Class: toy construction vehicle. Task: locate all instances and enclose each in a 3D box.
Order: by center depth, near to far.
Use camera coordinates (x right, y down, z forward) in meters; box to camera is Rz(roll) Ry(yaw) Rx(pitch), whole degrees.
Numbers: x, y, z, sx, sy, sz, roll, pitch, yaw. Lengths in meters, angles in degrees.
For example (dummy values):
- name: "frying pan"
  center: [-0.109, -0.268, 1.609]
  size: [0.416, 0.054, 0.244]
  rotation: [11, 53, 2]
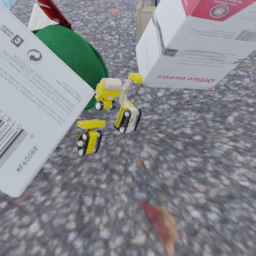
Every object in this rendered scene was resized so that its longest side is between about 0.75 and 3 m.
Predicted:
- name: "toy construction vehicle"
  center: [-0.281, -0.239, 4.079]
  size: [1.011, 1.162, 0.409]
  rotation: [-12, 39, -42]

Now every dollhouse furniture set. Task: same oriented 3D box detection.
- name: "dollhouse furniture set"
  center: [1.369, -3.560, 7.579]
  size: [1.841, 2.664, 2.822]
  rotation: [5, 44, 10]

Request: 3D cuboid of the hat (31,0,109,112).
- name: "hat"
  center: [-1.257, -1.936, 6.011]
  size: [2.923, 2.573, 2.421]
  rotation: [5, 66, -27]

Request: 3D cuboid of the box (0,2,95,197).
- name: "box"
  center: [-1.849, -0.362, 3.925]
  size: [1.556, 1.807, 1.816]
  rotation: [-1, 51, 58]

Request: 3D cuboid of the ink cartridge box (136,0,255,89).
- name: "ink cartridge box"
  center: [1.450, -1.843, 5.362]
  size: [1.854, 2.546, 1.079]
  rotation: [0, 65, -20]

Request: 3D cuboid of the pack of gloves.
- name: "pack of gloves"
  center: [-3.196, -2.757, 7.725]
  size: [0.522, 2.224, 2.648]
  rotation: [-25, 44, 35]
